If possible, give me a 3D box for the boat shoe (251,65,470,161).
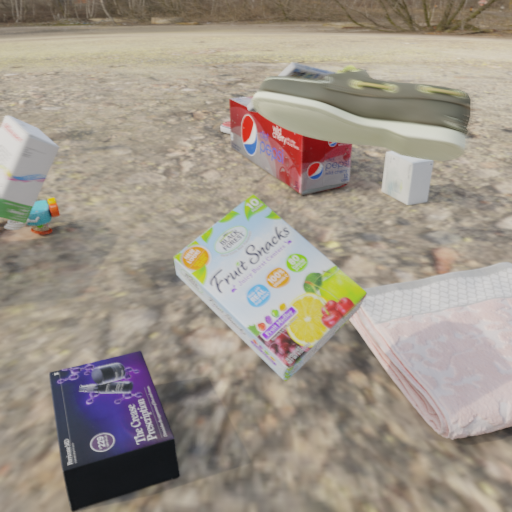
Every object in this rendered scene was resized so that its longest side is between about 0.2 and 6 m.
[{"bbox_3d":[0.929,-1.340,5.010,1.912,0.571,0.683,14,-6,7],"label":"boat shoe"}]

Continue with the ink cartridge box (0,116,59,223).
[{"bbox_3d":[-3.374,-1.218,7.860,0.513,1.223,0.885,17,15,-48],"label":"ink cartridge box"}]

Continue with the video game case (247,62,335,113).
[{"bbox_3d":[0.534,-2.425,8.282,0.963,0.116,1.056,-5,-19,-43],"label":"video game case"}]

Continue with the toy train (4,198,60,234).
[{"bbox_3d":[-4.704,-0.647,10.388,2.242,0.624,1.684,10,30,26],"label":"toy train"}]

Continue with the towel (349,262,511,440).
[{"bbox_3d":[2.967,1.022,7.205,2.960,0.477,2.827,-8,28,-13],"label":"towel"}]

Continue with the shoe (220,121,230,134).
[{"bbox_3d":[-0.122,-4.135,16.859,1.928,0.877,0.689,4,27,7],"label":"shoe"}]

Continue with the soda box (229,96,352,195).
[{"bbox_3d":[0.701,-2.900,13.789,1.327,1.465,4.185,-12,29,-22],"label":"soda box"}]

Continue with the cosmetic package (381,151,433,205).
[{"bbox_3d":[3.225,-1.695,12.011,0.573,0.929,0.931,-12,29,-24],"label":"cosmetic package"}]

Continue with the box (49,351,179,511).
[{"bbox_3d":[-1.500,1.710,5.753,1.041,0.582,1.475,-13,30,-19],"label":"box"}]

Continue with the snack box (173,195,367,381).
[{"bbox_3d":[0.114,0.258,5.267,1.065,0.397,1.497,-40,70,-22],"label":"snack box"}]
